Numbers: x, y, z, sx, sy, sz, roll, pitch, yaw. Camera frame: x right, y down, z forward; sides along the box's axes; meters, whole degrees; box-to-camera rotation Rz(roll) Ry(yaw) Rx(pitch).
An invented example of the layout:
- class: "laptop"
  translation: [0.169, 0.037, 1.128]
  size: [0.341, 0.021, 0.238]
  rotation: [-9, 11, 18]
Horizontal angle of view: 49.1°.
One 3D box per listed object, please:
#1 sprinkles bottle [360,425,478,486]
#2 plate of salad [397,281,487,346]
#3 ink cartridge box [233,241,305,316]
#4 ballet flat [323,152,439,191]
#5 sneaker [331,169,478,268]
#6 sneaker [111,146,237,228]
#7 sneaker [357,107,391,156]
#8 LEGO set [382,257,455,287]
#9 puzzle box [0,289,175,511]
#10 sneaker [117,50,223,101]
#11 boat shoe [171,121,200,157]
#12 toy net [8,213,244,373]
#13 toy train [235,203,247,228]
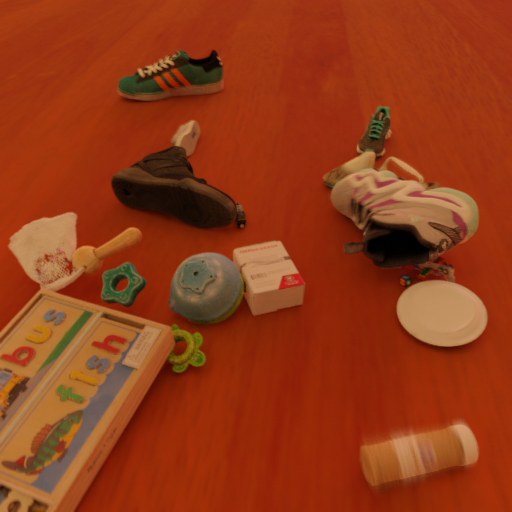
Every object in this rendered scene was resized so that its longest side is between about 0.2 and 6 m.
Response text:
- class: "sprinkles bottle"
  translation: [2.160, 2.648, 7.463]
  size: [1.488, 0.508, 0.508]
  rotation: [-9, 39, -10]
- class: "plate of salad"
  translation: [3.198, 1.010, 9.701]
  size: [1.491, 0.358, 1.491]
  rotation: [-5, 43, 5]
- class: "ink cartridge box"
  translation: [0.203, 0.382, 10.334]
  size: [0.970, 0.557, 1.335]
  rotation: [-11, 39, -13]
- class: "ballet flat"
  translation: [2.853, -1.782, 12.712]
  size: [2.807, 1.057, 0.952]
  rotation: [24, 37, 29]
- class: "sneaker"
  translation: [2.265, -0.641, 10.794]
  size: [2.301, 1.279, 3.289]
  rotation: [-34, 32, -32]
- class: "sneaker"
  translation: [-1.540, -1.623, 12.414]
  size: [3.066, 1.172, 1.756]
  rotation: [16, 47, 27]
- class: "sneaker"
  translation: [3.155, -3.330, 14.836]
  size: [0.770, 0.905, 1.984]
  rotation: [11, 40, 14]
- class: "LEGO set"
  translation: [3.014, 0.125, 10.970]
  size: [1.370, 0.450, 1.833]
  rotation: [-3, 28, 0]
- class: "puzzle box"
  translation: [-3.110, 2.162, 7.790]
  size: [2.520, 0.482, 3.788]
  rotation: [13, 46, 17]
- class: "sneaker"
  translation: [-2.717, -5.792, 17.635]
  size: [3.377, 1.349, 1.205]
  rotation: [-11, 39, -13]
- class: "boat shoe"
  translation: [-1.939, -3.062, 14.899]
  size: [0.551, 0.540, 1.547]
  rotation: [-12, 37, 22]
- class: "toy net"
  translation: [-2.522, 0.576, 9.921]
  size: [4.394, 0.849, 2.305]
  rotation: [14, 70, 17]
- class: "toy train"
  translation: [-0.357, -0.879, 12.124]
  size: [0.268, 0.359, 0.629]
  rotation: [-6, 39, -9]
